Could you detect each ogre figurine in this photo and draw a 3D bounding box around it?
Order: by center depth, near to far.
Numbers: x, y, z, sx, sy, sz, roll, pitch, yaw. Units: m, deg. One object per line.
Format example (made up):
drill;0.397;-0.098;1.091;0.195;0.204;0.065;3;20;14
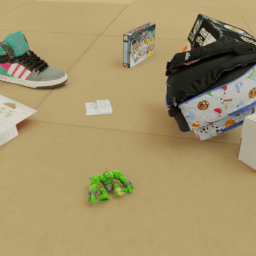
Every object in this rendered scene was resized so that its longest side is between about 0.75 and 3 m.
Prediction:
ogre figurine;-0.413;1.179;5.823;0.969;0.475;0.581;-23;58;-6

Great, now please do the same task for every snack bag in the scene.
snack bag;-0.916;-0.633;8.571;0.802;0.086;0.756;-6;37;-8

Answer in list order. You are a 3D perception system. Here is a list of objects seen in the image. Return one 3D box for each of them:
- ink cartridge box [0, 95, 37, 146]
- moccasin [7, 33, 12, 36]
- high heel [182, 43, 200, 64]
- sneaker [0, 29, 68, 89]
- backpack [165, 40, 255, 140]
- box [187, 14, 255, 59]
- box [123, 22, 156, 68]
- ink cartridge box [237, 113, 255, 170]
ink cartridge box;-3.688;-0.233;7.770;1.816;0.395;1.576;22;41;27
moccasin;-4.576;-3.264;11.440;0.721;0.851;2.116;-32;51;-21
high heel;2.788;-2.833;11.282;0.984;0.691;2.052;24;19;-16
sneaker;-3.477;-2.435;9.634;2.852;1.722;1.192;10;37;14
backpack;2.266;-1.000;7.109;2.374;1.920;2.492;-28;31;25
box;3.720;-3.141;10.605;2.157;1.135;2.635;13;34;-14
box;0.473;-3.356;11.266;0.354;1.284;1.880;22;41;27
ink cartridge box;3.450;0.147;6.562;1.622;1.182;0.672;-19;33;-25
